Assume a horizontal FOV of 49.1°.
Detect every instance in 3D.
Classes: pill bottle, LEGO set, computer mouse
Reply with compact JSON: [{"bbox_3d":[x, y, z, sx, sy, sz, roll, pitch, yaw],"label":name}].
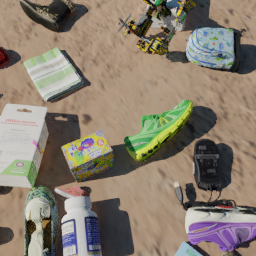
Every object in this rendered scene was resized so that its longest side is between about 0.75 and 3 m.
[{"bbox_3d":[-1.343,2.889,7.946,1.025,1.025,1.713,-8,62,-4],"label":"pill bottle"},{"bbox_3d":[0.966,-4.371,10.600,2.975,1.723,2.287,-51,61,22],"label":"LEGO set"},{"bbox_3d":[2.209,1.555,8.979,1.658,0.544,2.362,-5,73,-7],"label":"computer mouse"}]

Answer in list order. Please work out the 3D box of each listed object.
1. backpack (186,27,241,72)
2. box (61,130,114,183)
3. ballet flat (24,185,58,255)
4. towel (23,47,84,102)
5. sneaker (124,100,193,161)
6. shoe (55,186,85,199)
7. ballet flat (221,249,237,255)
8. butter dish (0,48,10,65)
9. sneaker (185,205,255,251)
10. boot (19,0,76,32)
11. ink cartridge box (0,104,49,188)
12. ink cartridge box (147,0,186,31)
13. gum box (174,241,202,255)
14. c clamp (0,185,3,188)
[{"bbox_3d":[3.365,-3.188,11.114,2.060,1.584,1.681,4,69,18],"label":"backpack"},{"bbox_3d":[-1.220,0.916,8.853,1.351,1.301,0.824,-23,64,-13],"label":"box"},{"bbox_3d":[-2.515,2.881,7.995,1.043,1.043,2.810,-12,62,-6],"label":"ballet flat"},{"bbox_3d":[-2.980,-2.194,11.074,1.688,0.347,2.263,-29,65,-16],"label":"towel"},{"bbox_3d":[1.086,-0.157,9.554,2.958,1.096,1.236,-38,72,-18],"label":"sneaker"},{"bbox_3d":[-1.819,1.995,8.847,0.906,0.324,0.412,22,62,5],"label":"shoe"},{"bbox_3d":[2.638,4.074,7.532,0.567,0.630,1.673,26,65,14],"label":"ballet flat"},{"bbox_3d":[-5.602,-2.996,11.217,1.175,0.869,1.172,-40,69,-19],"label":"butter dish"},{"bbox_3d":[3.098,2.928,8.079,2.971,1.198,1.239,4,89,-1],"label":"sneaker"},{"bbox_3d":[-3.570,-5.404,12.560,2.149,0.786,1.618,33,68,13],"label":"boot"},{"bbox_3d":[-3.566,0.511,9.147,1.557,0.895,2.659,5,54,0],"label":"ink cartridge box"},{"bbox_3d":[1.818,-5.628,12.545,1.724,1.010,2.386,9,64,5],"label":"ink cartridge box"},{"bbox_3d":[1.649,3.899,7.852,0.869,0.228,1.023,35,67,17],"label":"gum box"},{"bbox_3d":[-4.980,1.494,9.078,2.539,0.344,2.169,8,53,2],"label":"c clamp"}]
